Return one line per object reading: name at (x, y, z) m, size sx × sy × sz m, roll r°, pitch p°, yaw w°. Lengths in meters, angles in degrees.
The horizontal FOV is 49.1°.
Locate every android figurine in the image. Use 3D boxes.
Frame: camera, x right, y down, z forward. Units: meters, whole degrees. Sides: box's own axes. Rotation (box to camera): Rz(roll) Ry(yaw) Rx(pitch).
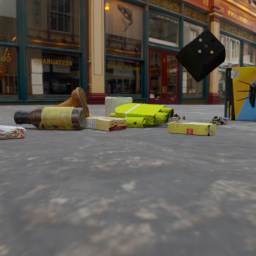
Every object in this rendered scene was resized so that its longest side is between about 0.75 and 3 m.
android figurine at (0.577, -0.623, 12.613) m, size 2.771 × 0.569 × 2.523 m, roll 4°, pitch 20°, yaw 21°

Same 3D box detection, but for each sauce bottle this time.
sauce bottle at (-3.130, -0.401, 11.140) m, size 2.789 × 0.902 × 0.902 m, roll 1°, pitch 6°, yaw 12°

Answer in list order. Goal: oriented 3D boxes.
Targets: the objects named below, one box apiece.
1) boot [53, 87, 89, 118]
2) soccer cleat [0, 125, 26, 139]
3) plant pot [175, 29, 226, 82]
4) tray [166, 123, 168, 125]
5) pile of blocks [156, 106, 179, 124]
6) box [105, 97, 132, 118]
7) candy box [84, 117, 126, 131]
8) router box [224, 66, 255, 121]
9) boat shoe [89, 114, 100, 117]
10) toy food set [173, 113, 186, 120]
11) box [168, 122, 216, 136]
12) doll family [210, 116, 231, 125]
boot at (-2.822, -0.829, 12.014) m, size 2.174 × 1.074 × 2.801 m, roll -6°, pitch -11°, yaw -6°
soccer cleat at (-3.824, 0.127, 8.493) m, size 1.376 × 0.477 × 0.534 m, roll 5°, pitch -2°, yaw -27°
plant pot at (3.483, -3.494, 12.988) m, size 1.766 × 1.761 × 1.566 m, roll -39°, pitch -8°, yaw -2°
tray at (2.180, -0.083, 11.663) m, size 0.720 × 0.149 × 1.342 m, roll -1°, pitch 6°, yaw -17°
pile of blocks at (1.624, -0.693, 14.110) m, size 1.106 × 0.837 × 2.693 m, roll -5°, pitch 8°, yaw -39°
box at (-0.562, -1.013, 14.949) m, size 1.089 × 1.330 × 2.801 m, roll 0°, pitch 8°, yaw -10°
candy box at (-0.931, -0.187, 11.212) m, size 0.926 × 0.444 × 1.605 m, roll -6°, pitch 8°, yaw -43°
router box at (6.355, -1.820, 15.094) m, size 2.134 × 2.861 × 0.730 m, roll 2°, pitch 5°, yaw 25°
boat shoe at (-2.294, -0.626, 14.787) m, size 1.717 × 0.554 × 0.612 m, roll 0°, pitch 6°, yaw -1°
toy food set at (2.158, -0.610, 14.494) m, size 1.580 × 0.249 × 1.004 m, roll 16°, pitch -9°, yaw 17°
box at (2.192, 0.010, 9.700) m, size 1.537 × 0.385 × 0.578 m, roll 5°, pitch 8°, yaw 34°
doll family at (4.288, -0.349, 13.116) m, size 1.091 × 0.428 × 0.630 m, roll 3°, pitch 0°, yaw -28°
